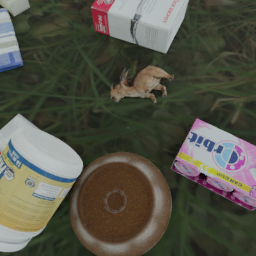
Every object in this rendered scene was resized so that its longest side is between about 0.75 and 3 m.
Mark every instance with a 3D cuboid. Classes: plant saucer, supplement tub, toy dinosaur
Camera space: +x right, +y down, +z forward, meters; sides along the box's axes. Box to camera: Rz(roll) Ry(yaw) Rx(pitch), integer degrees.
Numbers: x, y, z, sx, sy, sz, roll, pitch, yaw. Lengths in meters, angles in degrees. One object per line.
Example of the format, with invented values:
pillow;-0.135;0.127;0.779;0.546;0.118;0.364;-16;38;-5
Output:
plant saucer;-0.286;1.914;7.253;2.787;0.510;2.787;-4;69;9
supplement tub;-2.316;1.361;6.362;1.706;1.706;2.358;35;96;17
toy dinosaur;0.530;-1.565;9.173;2.197;0.943;1.489;-36;62;-23

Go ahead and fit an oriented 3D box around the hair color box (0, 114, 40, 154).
hair color box;-2.634;0.771;8.014;2.393;0.733;1.214;35;68;17

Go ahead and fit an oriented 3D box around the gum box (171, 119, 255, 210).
gum box;2.711;1.017;7.812;2.566;0.849;1.456;27;65;13

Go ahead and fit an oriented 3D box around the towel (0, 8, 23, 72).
towel;-5.206;-3.127;10.268;2.187;0.354;2.977;-19;66;-12

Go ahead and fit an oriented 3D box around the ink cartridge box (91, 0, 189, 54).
ink cartridge box;0.490;-4.264;10.334;2.970;1.238;2.157;22;65;11

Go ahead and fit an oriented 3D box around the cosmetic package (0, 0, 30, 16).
cosmetic package;-4.789;-5.278;11.241;0.844;0.570;1.604;-40;69;-18
